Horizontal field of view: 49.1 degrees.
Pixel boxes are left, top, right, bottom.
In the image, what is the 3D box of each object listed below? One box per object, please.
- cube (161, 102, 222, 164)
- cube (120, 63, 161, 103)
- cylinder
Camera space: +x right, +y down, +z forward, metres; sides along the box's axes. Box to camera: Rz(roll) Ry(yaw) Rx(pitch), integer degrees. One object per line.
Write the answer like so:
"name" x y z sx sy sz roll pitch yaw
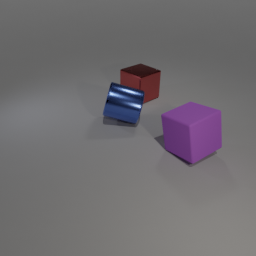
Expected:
"cube" 2.143 0.100 9.430 1.400 1.400 1.400 -24 29 -26
"cube" 0.583 -2.153 13.558 1.400 1.400 1.400 -25 40 -36
"cylinder" -0.186 -1.003 11.322 1.400 1.400 1.400 15 30 -5
